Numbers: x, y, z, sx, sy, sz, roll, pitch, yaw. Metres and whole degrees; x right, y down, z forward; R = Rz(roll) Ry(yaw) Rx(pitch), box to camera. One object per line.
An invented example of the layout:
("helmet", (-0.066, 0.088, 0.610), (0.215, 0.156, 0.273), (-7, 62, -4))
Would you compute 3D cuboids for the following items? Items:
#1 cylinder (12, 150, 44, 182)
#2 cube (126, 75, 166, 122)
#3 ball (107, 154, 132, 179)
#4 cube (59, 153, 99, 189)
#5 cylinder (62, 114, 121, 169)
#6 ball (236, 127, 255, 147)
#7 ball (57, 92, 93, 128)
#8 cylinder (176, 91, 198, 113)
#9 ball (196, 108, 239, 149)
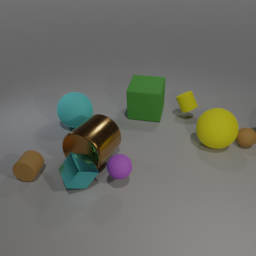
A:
("cylinder", (-2.996, 1.138, 8.462), (0.700, 0.700, 0.700), (4, 28, 7))
("cube", (0.779, -1.265, 11.819), (1.400, 1.400, 1.400), (6, 40, 11))
("ball", (-0.234, 1.070, 7.756), (0.700, 0.700, 0.700), (0, 29, 0))
("cube", (-1.380, 1.196, 7.803), (0.700, 0.700, 0.700), (13, 33, -45))
("cylinder", (-1.129, 0.461, 8.956), (1.400, 1.400, 1.400), (13, 32, 22))
("ball", (4.180, 0.331, 9.917), (0.700, 0.700, 0.700), (0, 29, 0))
("ball", (-2.084, -0.710, 11.032), (1.400, 1.400, 1.400), (0, 29, 0))
("cylinder", (2.454, -1.089, 11.675), (0.700, 0.700, 0.700), (-24, 10, 4))
("ball", (3.072, 0.012, 9.686), (1.400, 1.400, 1.400), (0, 29, 0))
